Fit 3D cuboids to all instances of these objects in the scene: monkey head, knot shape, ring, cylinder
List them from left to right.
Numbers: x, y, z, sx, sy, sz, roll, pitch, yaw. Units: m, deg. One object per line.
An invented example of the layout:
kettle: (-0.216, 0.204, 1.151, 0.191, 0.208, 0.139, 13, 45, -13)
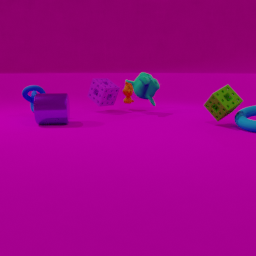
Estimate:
knot shape: (-3.334, -1.058, 10.248, 1.307, 1.223, 0.604, 22, 57, 31)
cylinder: (-2.490, -0.632, 9.262, 1.021, 1.021, 1.021, -2, 12, -6)
monkey head: (0.611, -1.639, 11.212, 1.649, 0.994, 1.187, 43, 22, 12)
ring: (4.171, -0.306, 8.579, 1.713, 0.343, 1.713, -9, 22, 4)

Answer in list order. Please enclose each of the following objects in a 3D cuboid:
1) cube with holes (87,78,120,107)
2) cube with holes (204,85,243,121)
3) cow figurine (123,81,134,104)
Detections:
cube with holes: (-1.030, -1.508, 11.772, 0.849, 0.849, 0.849, -11, 42, -46)
cube with holes: (3.024, -0.790, 8.926, 0.710, 0.710, 0.710, -30, -18, -23)
cow figurine: (0.034, -1.535, 12.329, 0.506, 0.921, 0.907, 9, -17, 11)
